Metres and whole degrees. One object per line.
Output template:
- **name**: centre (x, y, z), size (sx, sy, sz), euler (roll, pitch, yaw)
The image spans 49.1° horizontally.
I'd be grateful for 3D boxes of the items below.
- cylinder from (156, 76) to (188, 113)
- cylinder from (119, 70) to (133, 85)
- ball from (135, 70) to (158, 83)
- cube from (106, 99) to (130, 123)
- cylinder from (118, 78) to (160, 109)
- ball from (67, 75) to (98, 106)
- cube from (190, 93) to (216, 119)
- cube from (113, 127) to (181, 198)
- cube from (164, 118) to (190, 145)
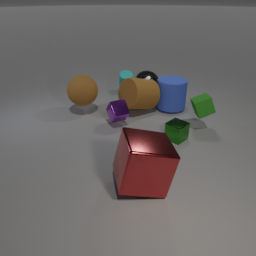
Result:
- **cylinder**: centre (2.058, -1.625, 13.265), size (1.400, 1.400, 1.400), euler (0, 26, 0)
- **cylinder**: centre (-0.110, -2.614, 15.027), size (0.700, 0.700, 0.700), euler (2, 52, -2)
- **ball**: centre (0.986, -2.331, 14.825), size (1.400, 1.400, 1.400), euler (0, 27, 0)
- **cube**: centre (-0.425, -0.703, 11.667), size (0.700, 0.700, 0.700), euler (-14, 74, -22)
- **cylinder**: centre (0.506, -1.555, 12.809), size (1.400, 1.400, 1.400), euler (-3, 23, -40)
- **ball**: centre (-2.057, -1.700, 12.666), size (1.400, 1.400, 1.400), euler (0, 27, 0)
- **cube**: centre (2.995, -0.904, 11.226), size (0.700, 0.700, 0.700), euler (-21, 22, 6)
- **cube**: centre (0.450, 0.970, 7.978), size (1.400, 1.400, 1.400), euler (8, 26, -15)
- **cube**: centre (1.880, 0.112, 10.777), size (0.700, 0.700, 0.700), euler (25, 36, 36)
